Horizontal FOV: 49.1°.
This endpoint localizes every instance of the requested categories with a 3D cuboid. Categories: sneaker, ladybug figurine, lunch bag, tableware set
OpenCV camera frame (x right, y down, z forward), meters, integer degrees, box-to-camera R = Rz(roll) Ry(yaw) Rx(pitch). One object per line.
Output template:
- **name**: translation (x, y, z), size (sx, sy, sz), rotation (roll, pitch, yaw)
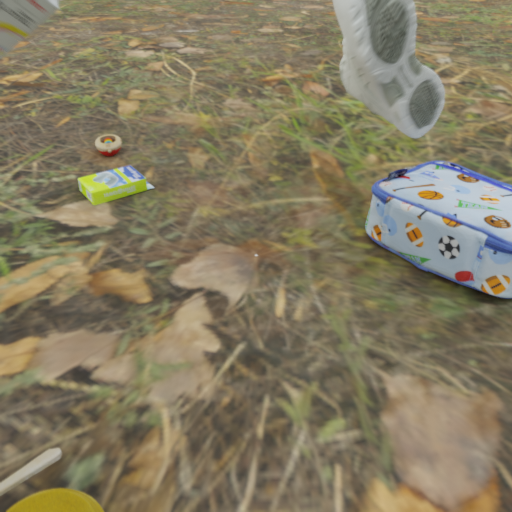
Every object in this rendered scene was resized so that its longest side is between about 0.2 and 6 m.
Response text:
- **sneaker**: translation (1.764, -3.158, 8.887), size (1.229, 3.154, 1.567), rotation (-49, 44, -9)
- **ladybug figurine**: translation (-3.306, -2.464, 12.573), size (0.581, 0.308, 0.856), rotation (-6, 33, -10)
- **lunch bag**: translation (3.392, -0.605, 8.971), size (2.409, 1.136, 3.006), rotation (-21, 39, -32)
- **tableware set**: translation (-1.664, 3.040, 3.906), size (2.213, 0.504, 3.285), rotation (-27, 44, -33)

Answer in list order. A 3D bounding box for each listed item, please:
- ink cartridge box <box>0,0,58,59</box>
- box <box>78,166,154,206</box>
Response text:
- **ink cartridge box**: translation (-3.074, -2.838, 6.260), size (1.355, 0.987, 0.561), rotation (-29, 62, 20)
- **box**: translation (-2.733, -1.409, 10.952), size (1.260, 0.300, 0.768), rotation (-21, 39, -28)
